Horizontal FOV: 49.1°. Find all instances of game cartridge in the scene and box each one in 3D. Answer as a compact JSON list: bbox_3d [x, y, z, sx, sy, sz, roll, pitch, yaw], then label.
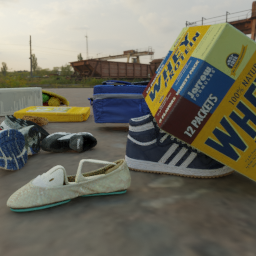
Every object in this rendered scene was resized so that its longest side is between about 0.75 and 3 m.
[{"bbox_3d":[-3.162,-0.650,12.296,2.847,0.462,2.510,-2,10,-3],"label":"game cartridge"}]

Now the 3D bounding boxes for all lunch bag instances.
[{"bbox_3d":[-0.290,-0.879,9.616,2.185,1.445,1.484,0,0,-6],"label":"lunch bag"}]

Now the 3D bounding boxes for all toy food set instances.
[{"bbox_3d":[-4.679,-1.488,16.130,2.993,0.978,1.761,12,-8,43],"label":"toy food set"}]

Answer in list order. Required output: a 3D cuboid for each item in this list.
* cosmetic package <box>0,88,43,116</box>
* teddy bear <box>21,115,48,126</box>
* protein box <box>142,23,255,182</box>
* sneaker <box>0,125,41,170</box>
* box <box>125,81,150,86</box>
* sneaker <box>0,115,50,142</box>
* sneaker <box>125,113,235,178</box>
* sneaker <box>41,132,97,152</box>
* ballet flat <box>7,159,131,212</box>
[{"bbox_3d":[-5.494,-1.326,13.739,0.907,1.285,2.482,7,11,35],"label":"cosmetic package"},{"bbox_3d":[-3.388,-0.192,10.031,1.032,0.475,1.423,4,1,-19],"label":"teddy bear"},{"bbox_3d":[1.680,-0.438,4.675,2.263,1.527,2.246,28,15,-12],"label":"protein box"},{"bbox_3d":[-2.542,0.441,5.777,0.897,0.812,2.107,-10,2,2],"label":"sneaker"},{"bbox_3d":[1.650,-1.494,13.332,2.609,1.558,2.653,1,8,34],"label":"box"},{"bbox_3d":[-2.700,0.191,7.302,0.603,0.720,1.627,39,6,30],"label":"sneaker"},{"bbox_3d":[0.963,0.253,5.253,2.108,1.144,0.739,2,10,13],"label":"sneaker"},{"bbox_3d":[-1.349,0.346,6.695,1.389,0.462,0.629,-4,8,-32],"label":"sneaker"},{"bbox_3d":[-0.818,0.756,4.103,1.803,0.562,0.608,-5,7,-25],"label":"ballet flat"}]
